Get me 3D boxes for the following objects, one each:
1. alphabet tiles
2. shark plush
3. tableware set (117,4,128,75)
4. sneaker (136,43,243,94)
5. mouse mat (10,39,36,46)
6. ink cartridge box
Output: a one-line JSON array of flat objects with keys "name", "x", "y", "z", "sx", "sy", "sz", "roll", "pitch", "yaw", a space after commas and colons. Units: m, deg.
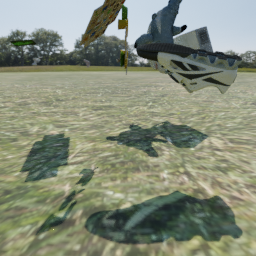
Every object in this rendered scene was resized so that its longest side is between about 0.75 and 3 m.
[{"name": "alphabet tiles", "x": -0.654, "y": -3.289, "z": 8.237, "sx": 1.819, "sy": 0.069, "sz": 2.186, "roll": -49, "pitch": 4, "yaw": -33}, {"name": "shark plush", "x": 1.365, "y": -3.156, "z": 9.033, "sx": 1.182, "sy": 2.837, "sz": 1.289, "roll": 23, "pitch": -10, "yaw": 28}, {"name": "tableware set", "x": -0.108, "y": -1.792, "z": 5.753, "sx": 0.206, "sy": 0.904, "sz": 1.342, "roll": 3, "pitch": -21, "yaw": 2}, {"name": "sneaker", "x": 0.954, "y": -0.992, "z": 4.833, "sx": 1.769, "sy": 0.783, "sz": 0.655, "roll": 15, "pitch": 31, "yaw": 10}, {"name": "mouse mat", "x": -3.786, "y": -3.084, "z": 10.157, "sx": 0.796, "sy": 0.030, "sz": 0.641, "roll": -5, "pitch": 1, "yaw": -1}, {"name": "ink cartridge box", "x": 2.029, "y": -2.621, "z": 9.176, "sx": 0.466, "sy": 1.009, "sz": 1.853, "roll": -23, "pitch": 15, "yaw": -12}]
